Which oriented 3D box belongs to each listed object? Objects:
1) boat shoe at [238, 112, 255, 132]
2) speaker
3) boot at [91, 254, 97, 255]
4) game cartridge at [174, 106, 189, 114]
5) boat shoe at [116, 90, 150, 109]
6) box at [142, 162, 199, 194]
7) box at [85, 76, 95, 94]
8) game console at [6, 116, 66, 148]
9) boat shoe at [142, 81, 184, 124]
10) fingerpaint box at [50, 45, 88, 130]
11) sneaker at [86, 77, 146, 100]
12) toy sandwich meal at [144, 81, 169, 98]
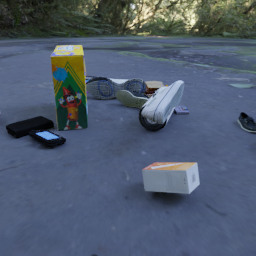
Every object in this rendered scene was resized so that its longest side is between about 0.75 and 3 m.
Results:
[{"bbox_3d":[4.031,-0.224,9.398,0.446,0.395,1.192,2,22,5],"label":"boat shoe"},{"bbox_3d":[1.140,-0.745,9.937,0.973,0.973,2.397,7,23,17],"label":"speaker"},{"bbox_3d":[0.791,2.153,2.613,2.075,1.044,2.775,-16,37,-18],"label":"boot"},{"bbox_3d":[2.064,-0.714,10.966,0.505,0.150,0.779,-5,22,-2],"label":"game cartridge"},{"bbox_3d":[0.317,-1.210,11.506,1.717,0.642,0.569,15,26,30],"label":"boat shoe"},{"bbox_3d":[0.880,1.007,5.762,0.982,0.479,0.611,-5,6,33],"label":"box"},{"bbox_3d":[-2.186,-2.274,14.425,1.602,0.404,2.240,12,24,26],"label":"box"},{"bbox_3d":[-2.715,0.115,8.741,2.242,0.270,1.322,20,30,39],"label":"game console"},{"bbox_3d":[1.022,-0.865,7.935,0.678,0.746,2.029,18,36,20],"label":"boat shoe"},{"bbox_3d":[-2.029,-1.591,10.066,1.067,2.428,2.910,-4,22,-9],"label":"fingerpaint box"},{"bbox_3d":[-0.582,-1.810,12.878,2.734,1.018,1.191,2,8,-7],"label":"sneaker"},{"bbox_3d":[1.344,-1.736,12.885,1.631,0.559,1.631,0,22,0],"label":"toy sandwich meal"}]
